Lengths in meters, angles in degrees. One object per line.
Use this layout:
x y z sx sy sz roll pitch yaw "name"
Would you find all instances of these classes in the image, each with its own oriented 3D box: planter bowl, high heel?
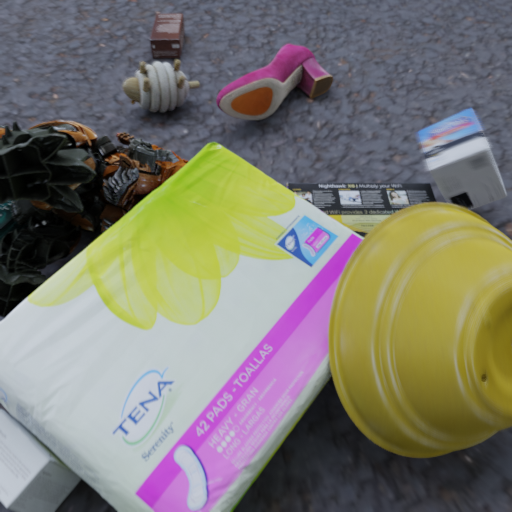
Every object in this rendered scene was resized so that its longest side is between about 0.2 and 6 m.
2.328 0.874 5.925 2.943 2.943 1.226 -25 12 -22 "planter bowl"
0.146 -3.776 11.701 3.057 1.030 1.467 -27 63 -29 "high heel"

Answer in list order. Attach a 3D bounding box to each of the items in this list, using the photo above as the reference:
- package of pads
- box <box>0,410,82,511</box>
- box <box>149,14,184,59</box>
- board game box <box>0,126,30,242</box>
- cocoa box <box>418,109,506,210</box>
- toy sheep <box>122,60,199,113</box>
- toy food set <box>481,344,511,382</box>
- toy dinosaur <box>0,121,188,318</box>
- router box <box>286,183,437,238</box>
-0.685 0.804 6.672 3.207 1.416 4.152 35 62 15 "package of pads"
-2.557 2.302 6.160 0.916 0.921 0.602 31 68 26 "box"
-2.146 -5.366 13.646 0.703 0.526 1.404 0 45 0 "box"
-4.751 -1.022 9.631 2.182 0.454 3.226 19 50 17 "board game box"
3.246 -1.447 8.809 0.892 1.338 0.878 -21 52 25 "cocoa box"
-1.935 -3.475 11.517 1.608 1.108 1.108 -6 47 -19 "toy sheep"
3.703 0.876 7.590 2.589 0.846 1.523 -22 51 -19 "toy food set"
-2.888 -0.869 8.481 5.493 2.806 3.728 -7 28 7 "toy dinosaur"
1.697 -0.322 8.846 2.435 0.636 1.915 0 47 0 "router box"
